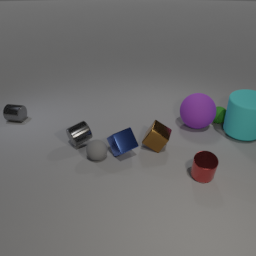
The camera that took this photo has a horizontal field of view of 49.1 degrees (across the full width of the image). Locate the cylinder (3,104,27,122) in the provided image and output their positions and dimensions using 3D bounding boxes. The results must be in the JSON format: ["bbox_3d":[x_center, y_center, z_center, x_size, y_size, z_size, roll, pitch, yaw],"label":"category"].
[{"bbox_3d":[-4.738,-0.633,11.784,0.700,0.700,0.700,6,29,11],"label":"cylinder"}]

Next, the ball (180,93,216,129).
[{"bbox_3d":[2.752,-0.676,11.045,1.400,1.400,1.400,0,28,0],"label":"ball"}]

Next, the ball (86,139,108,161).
[{"bbox_3d":[-1.025,0.723,9.231,0.700,0.700,0.700,0,28,0],"label":"ball"}]

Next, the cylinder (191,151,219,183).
[{"bbox_3d":[2.248,1.146,8.263,0.700,0.700,0.700,-1,47,1],"label":"cylinder"}]

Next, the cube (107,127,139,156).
[{"bbox_3d":[-0.187,0.470,9.352,0.700,0.700,0.700,-23,-3,-24],"label":"cube"}]

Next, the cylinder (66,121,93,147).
[{"bbox_3d":[-1.726,0.199,9.918,0.700,0.700,0.700,-29,37,-21],"label":"cylinder"}]

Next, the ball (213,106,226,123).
[{"bbox_3d":[3.733,-0.538,11.507,0.700,0.700,0.700,0,28,0],"label":"ball"}]

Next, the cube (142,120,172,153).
[{"bbox_3d":[1.005,0.286,9.747,0.700,0.700,0.700,32,36,-3],"label":"cube"}]

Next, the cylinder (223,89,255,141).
[{"bbox_3d":[4.335,-0.488,10.290,1.400,1.400,1.400,-1,36,1],"label":"cylinder"}]
